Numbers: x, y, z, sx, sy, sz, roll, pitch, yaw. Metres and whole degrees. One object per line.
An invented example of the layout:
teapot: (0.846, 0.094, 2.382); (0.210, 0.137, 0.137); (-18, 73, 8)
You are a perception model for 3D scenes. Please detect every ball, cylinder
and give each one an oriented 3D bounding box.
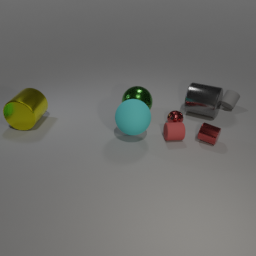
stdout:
ball: (0.194, -0.417, 10.842); (1.400, 1.400, 1.400); (0, 31, 0)
cylinder: (-4.369, -0.829, 12.052); (1.400, 1.400, 1.400); (4, 31, 7)
cylinder: (4.866, -1.357, 13.374); (0.700, 0.700, 0.700); (27, 82, 38)
cylinder: (3.462, -1.269, 12.805); (1.400, 1.400, 1.400); (16, 34, 24)
ball: (2.032, -0.410, 12.047); (0.700, 0.700, 0.700); (0, 31, 0)
ball: (0.414, -1.196, 12.675); (1.400, 1.400, 1.400); (0, 31, 0)
cylinder: (3.172, 0.220, 10.923); (0.700, 0.700, 0.700); (22, 37, 24)
cylinder: (1.824, 0.133, 11.080); (0.700, 0.700, 0.700); (-1, 30, -8)
